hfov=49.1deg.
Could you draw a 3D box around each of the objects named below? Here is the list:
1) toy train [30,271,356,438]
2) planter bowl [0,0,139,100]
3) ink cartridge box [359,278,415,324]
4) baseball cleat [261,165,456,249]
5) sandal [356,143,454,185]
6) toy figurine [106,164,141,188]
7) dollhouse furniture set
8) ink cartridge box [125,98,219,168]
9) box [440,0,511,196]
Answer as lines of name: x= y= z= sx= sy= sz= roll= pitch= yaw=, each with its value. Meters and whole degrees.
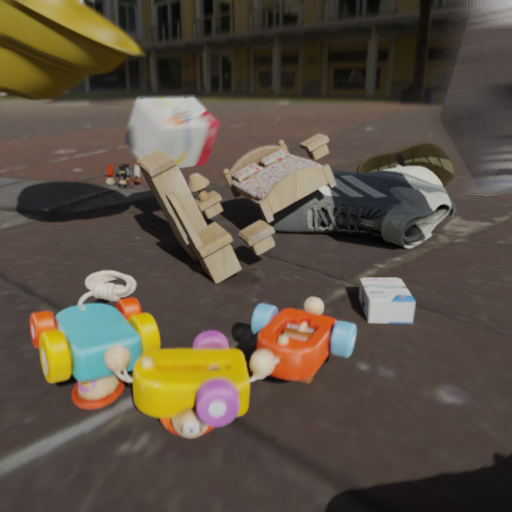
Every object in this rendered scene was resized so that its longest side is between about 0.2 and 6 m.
toy train: x=-0.623 y=0.939 z=5.313 sx=2.893 sy=0.805 sz=2.173 roll=9 pitch=19 yaw=17
planter bowl: x=-3.038 y=-2.775 z=6.877 sx=2.920 sy=1.216 sz=2.920 roll=30 pitch=18 yaw=-11
ink cartridge box: x=1.621 y=0.555 z=7.035 sx=0.549 sy=0.317 sz=0.756 roll=0 pitch=19 yaw=1
baseball cleat: x=1.778 y=-0.809 z=9.796 sx=3.317 sy=1.157 sz=1.766 roll=-13 pitch=39 yaw=0
sandal: x=3.766 y=-2.164 z=14.336 sx=2.818 sy=1.152 sz=0.769 roll=-13 pitch=0 yaw=-16
toy figurine: x=-3.418 y=-2.063 z=14.475 sx=0.799 sy=0.556 sz=0.786 roll=11 pitch=16 yaw=35
dollhouse furniture set: x=0.056 y=-1.492 z=9.052 sx=3.417 sy=1.669 sz=2.914 roll=-30 pitch=27 yaw=-10
ink cartridge box: x=-1.512 y=-2.190 z=10.028 sx=1.268 sy=0.917 sz=0.921 roll=-17 pitch=55 yaw=-42
box: x=2.874 y=-1.869 z=6.310 sx=0.708 sy=1.373 sz=2.354 roll=-19 pitch=-25 yaw=0
